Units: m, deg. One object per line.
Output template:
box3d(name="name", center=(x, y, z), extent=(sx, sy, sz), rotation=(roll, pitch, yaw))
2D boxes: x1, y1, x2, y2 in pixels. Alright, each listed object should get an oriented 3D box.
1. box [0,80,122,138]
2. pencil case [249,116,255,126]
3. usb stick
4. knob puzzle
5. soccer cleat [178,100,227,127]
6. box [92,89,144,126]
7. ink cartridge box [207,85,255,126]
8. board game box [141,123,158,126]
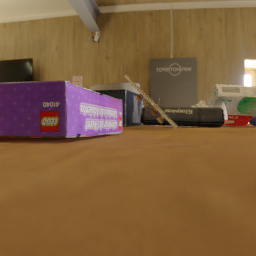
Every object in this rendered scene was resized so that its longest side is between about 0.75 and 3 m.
box3d(name="box", center=(-1.359, -0.142, 3.019), extent=(2.314, 0.452, 1.584), rotation=(0, 1, 14))
box3d(name="pencil case", center=(5.405, -0.473, 11.468), extent=(0.743, 0.827, 1.905), rotation=(15, 5, 12))
box3d(name="usb stick", center=(1.635, -0.358, 8.551), extent=(2.499, 0.693, 0.408), rotation=(2, -35, 13))
box3d(name="knob puzzle", center=(0.455, -0.593, 6.571), extent=(0.247, 1.783, 1.783), rotation=(-45, -6, 8))
box3d(name="soccer cleat", center=(2.163, -0.459, 9.088), extent=(2.046, 0.871, 0.702), rotation=(1, 1, 8))
box3d(name="box", center=(-0.585, -0.776, 11.780), extent=(1.990, 1.403, 2.689), rotation=(1, 1, 17))
box3d(name="ink cartridge box", center=(3.773, -0.547, 9.956), extent=(1.930, 0.601, 2.398), rotation=(2, -35, 0))
box3d(name="board game box", center=(0.900, -0.162, 11.525), extent=(0.584, 0.149, 0.863), rotation=(3, 1, 14))
